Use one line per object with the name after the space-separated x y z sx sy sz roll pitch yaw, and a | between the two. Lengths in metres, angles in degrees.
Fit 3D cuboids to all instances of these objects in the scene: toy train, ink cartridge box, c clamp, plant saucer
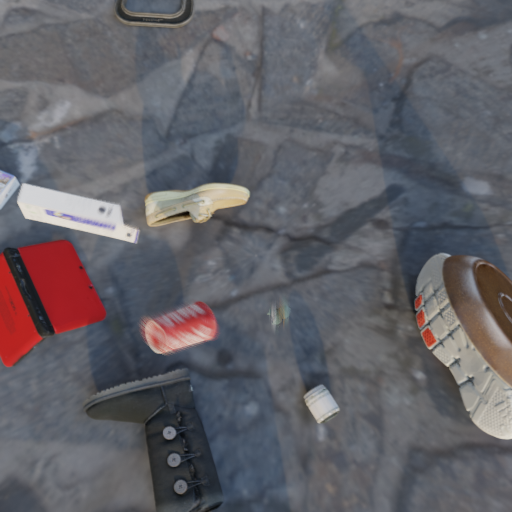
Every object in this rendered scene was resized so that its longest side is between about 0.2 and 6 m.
0.359 0.864 8.332 0.312 0.547 0.233 -27 84 8 | toy train
-2.255 -0.533 7.299 1.510 0.751 0.296 14 74 -13 | ink cartridge box
-2.151 -5.833 12.681 2.063 0.279 1.763 -2 69 -2 | c clamp
3.756 0.935 8.488 2.428 0.389 2.428 30 38 -27 | plant saucer

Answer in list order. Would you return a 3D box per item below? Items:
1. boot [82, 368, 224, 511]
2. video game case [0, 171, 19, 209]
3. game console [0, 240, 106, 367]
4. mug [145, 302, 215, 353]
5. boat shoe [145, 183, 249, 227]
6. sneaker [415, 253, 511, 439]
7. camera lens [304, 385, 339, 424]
-1.543 2.897 8.279 1.712 0.682 2.077 -16 70 -6 | boot
-5.329 -1.161 10.371 1.357 0.308 1.230 22 66 10 | video game case
-3.704 0.763 9.531 1.529 1.053 1.774 -40 67 16 | game console
-1.078 0.996 8.124 0.887 0.787 0.592 -14 57 -42 | mug
-1.045 -0.875 10.073 1.889 0.682 0.614 -6 74 -1 | boat shoe
3.577 1.354 8.950 1.232 1.160 3.010 -1 62 -31 | sneaker
1.015 2.301 8.661 0.397 0.397 0.496 -28 67 -13 | camera lens
